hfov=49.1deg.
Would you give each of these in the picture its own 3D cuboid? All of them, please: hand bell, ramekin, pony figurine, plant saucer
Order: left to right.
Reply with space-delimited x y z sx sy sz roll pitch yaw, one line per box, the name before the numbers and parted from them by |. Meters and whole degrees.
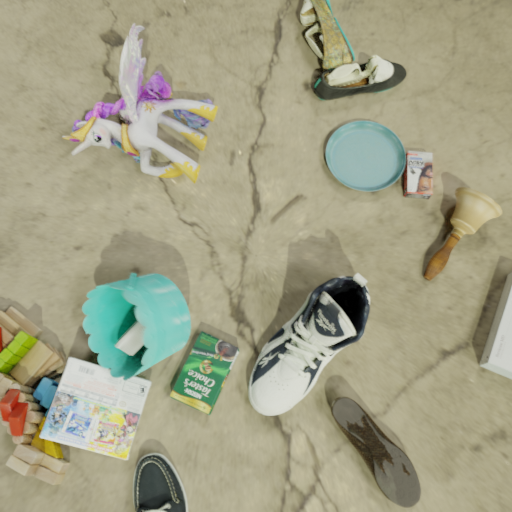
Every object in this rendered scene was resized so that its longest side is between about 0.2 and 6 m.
ramekin | -2.144 1.450 10.074 0.359 0.772 0.772 43 75 -3
pony figurine | -2.244 -2.897 11.330 2.717 2.262 2.623 17 80 -10
plant saucer | 2.291 -2.071 11.805 1.674 0.229 1.674 0 70 -1
hand bell | 3.871 -0.312 10.985 0.977 0.977 1.876 34 85 11

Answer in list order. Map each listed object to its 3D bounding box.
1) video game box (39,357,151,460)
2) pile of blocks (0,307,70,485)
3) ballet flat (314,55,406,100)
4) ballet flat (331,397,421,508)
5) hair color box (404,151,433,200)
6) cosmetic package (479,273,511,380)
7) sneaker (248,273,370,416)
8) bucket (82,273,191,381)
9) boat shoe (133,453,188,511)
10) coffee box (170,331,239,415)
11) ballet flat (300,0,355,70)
video game box | -2.781 2.678 9.815 1.533 0.359 1.397 21 67 -13
pile of blocks | -4.028 2.332 9.824 1.374 1.040 3.348 -27 73 -9
ballet flat | 2.325 -3.891 12.170 2.162 0.739 0.735 -17 71 -6
ballet flat | 2.061 3.389 9.804 0.726 0.500 2.155 -38 79 -8
hair color box | 3.365 -1.680 11.625 0.532 0.307 0.960 5 72 1
cosmetic package | 5.214 1.422 10.423 1.486 0.509 1.971 24 73 6
sneaker | 0.966 1.421 9.661 2.995 1.949 1.195 -41 75 -13
bucket | -2.077 1.161 9.798 1.154 1.773 1.773 -19 66 -48
boat shoe | -1.539 4.516 9.210 0.932 0.744 2.466 -17 71 -6
coffee box | -0.932 2.148 10.283 0.817 0.292 1.328 24 72 8
ballet flat | 1.448 -5.264 12.647 0.903 0.903 2.554 -15 71 -5
